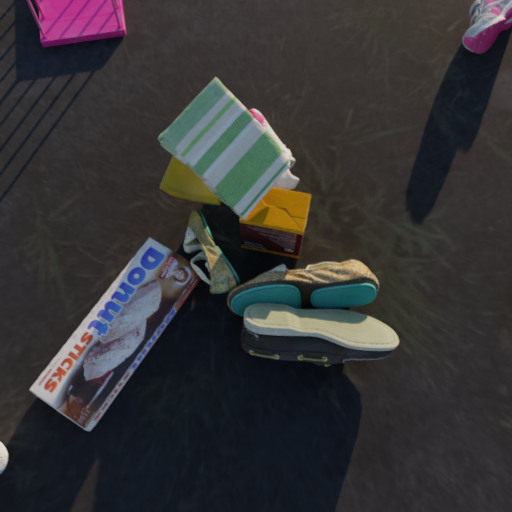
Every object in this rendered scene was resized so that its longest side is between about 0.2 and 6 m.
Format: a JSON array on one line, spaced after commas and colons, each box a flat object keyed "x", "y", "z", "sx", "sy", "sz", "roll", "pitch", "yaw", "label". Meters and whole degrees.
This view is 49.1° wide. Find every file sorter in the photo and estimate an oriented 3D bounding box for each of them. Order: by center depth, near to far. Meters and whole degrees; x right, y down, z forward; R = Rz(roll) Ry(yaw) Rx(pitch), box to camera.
[{"x": -4.342, "y": -6.721, "z": 13.104, "sx": 1.977, "sy": 1.785, "sz": 2.846, "roll": -10, "pitch": 66, "yaw": -5, "label": "file sorter"}]

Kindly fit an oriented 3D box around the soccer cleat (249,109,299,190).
[{"x": 0.304, "y": -2.177, "z": 11.711, "sx": 0.874, "sy": 0.707, "sz": 2.024, "roll": -4, "pitch": 64, "yaw": -23, "label": "soccer cleat"}]

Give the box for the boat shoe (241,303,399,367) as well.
[{"x": 1.094, "y": 1.475, "z": 9.901, "sx": 2.721, "sy": 0.819, "sz": 0.970, "roll": 9, "pitch": 30, "yaw": -1, "label": "boat shoe"}]

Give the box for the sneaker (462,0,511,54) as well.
[{"x": 5.368, "y": -5.549, "z": 13.138, "sx": 0.942, "sy": 0.869, "sz": 2.136, "roll": 39, "pitch": 63, "yaw": 17, "label": "sneaker"}]

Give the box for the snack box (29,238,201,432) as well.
[{"x": -2.446, "y": 1.334, "z": 10.150, "sx": 1.237, "sy": 0.418, "sz": 3.441, "roll": 30, "pitch": 69, "yaw": 13, "label": "snack box"}]

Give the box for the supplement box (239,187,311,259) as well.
[{"x": 0.348, "y": -0.640, "z": 10.625, "sx": 1.185, "sy": 1.201, "sz": 0.797, "roll": 11, "pitch": 66, "yaw": 5, "label": "supplement box"}]

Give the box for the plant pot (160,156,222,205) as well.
[{"x": -1.038, "y": -1.569, "z": 10.737, "sx": 1.053, "sy": 1.194, "sz": 1.194, "roll": 24, "pitch": 90, "yaw": 0, "label": "plant pot"}]

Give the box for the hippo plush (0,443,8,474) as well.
[{"x": -5.020, "y": 3.407, "z": 8.844, "sx": 2.130, "sy": 1.697, "sz": 1.713, "roll": 38, "pitch": 39, "yaw": -1, "label": "hippo plush"}]

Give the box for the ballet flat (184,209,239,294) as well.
[{"x": -0.997, "y": -0.090, "z": 10.560, "sx": 0.701, "sy": 0.701, "sz": 1.982, "roll": -24, "pitch": 59, "yaw": -11, "label": "ballet flat"}]

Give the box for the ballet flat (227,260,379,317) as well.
[{"x": 0.833, "y": 0.573, "z": 10.381, "sx": 2.767, "sy": 0.976, "sz": 0.903, "roll": -3, "pitch": 39, "yaw": -4, "label": "ballet flat"}]

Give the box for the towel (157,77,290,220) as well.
[{"x": -0.489, "y": -1.839, "z": 9.802, "sx": 2.032, "sy": 0.238, "sz": 1.550, "roll": 44, "pitch": 77, "yaw": -14, "label": "towel"}]
